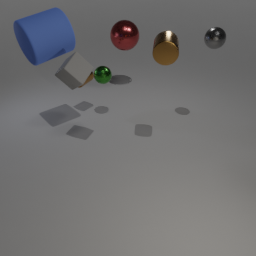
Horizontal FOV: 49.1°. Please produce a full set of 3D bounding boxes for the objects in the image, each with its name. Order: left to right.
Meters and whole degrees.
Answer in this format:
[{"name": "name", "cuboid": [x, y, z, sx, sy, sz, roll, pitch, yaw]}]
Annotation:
[{"name": "cylinder", "cuboid": [-2.608, -2.873, 8.808, 1.400, 1.400, 1.400, -32, 42, -25]}, {"name": "cube", "cuboid": [-1.576, -1.663, 8.226, 0.700, 0.700, 0.700, -12, 44, 52]}, {"name": "cylinder", "cuboid": [-1.887, -2.106, 11.450, 0.700, 0.700, 0.700, 21, 46, 31]}, {"name": "ball", "cuboid": [-0.978, -2.060, 10.874, 0.700, 0.700, 0.700, 0, 31, 0]}, {"name": "ball", "cuboid": [-0.155, -4.428, 13.407, 1.400, 1.400, 1.400, 0, 31, 0]}, {"name": "cylinder", "cuboid": [1.038, -2.181, 7.646, 0.700, 0.700, 0.700, 4, 41, 7]}, {"name": "ball", "cuboid": [2.871, -2.963, 9.229, 0.700, 0.700, 0.700, 0, 31, 0]}]
